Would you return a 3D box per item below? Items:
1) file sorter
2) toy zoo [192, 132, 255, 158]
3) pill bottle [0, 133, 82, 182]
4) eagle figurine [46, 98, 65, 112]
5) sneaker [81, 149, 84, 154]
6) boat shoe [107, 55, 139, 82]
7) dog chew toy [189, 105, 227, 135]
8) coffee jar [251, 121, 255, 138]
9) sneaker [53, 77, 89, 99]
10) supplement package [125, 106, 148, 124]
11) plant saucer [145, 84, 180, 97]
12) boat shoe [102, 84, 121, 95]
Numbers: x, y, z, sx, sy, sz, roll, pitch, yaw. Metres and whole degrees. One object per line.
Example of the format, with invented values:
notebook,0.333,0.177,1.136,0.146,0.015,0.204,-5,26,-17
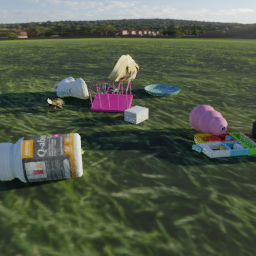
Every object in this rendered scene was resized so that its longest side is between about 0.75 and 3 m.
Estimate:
file sorter,-0.779,-1.560,12.871,1.774,1.112,1.233,4,42,9
toy zoo,3.160,0.546,9.371,2.091,0.214,1.372,-3,23,-8
pill bottle,-2.291,0.806,7.466,2.076,1.208,1.208,-4,23,-10
eagle figurine,-3.317,-1.056,12.894,0.807,0.612,0.609,-10,4,-11
sneaker,-1.889,0.549,8.936,1.174,0.490,0.435,24,30,35
boat shoe,-0.076,-2.548,12.350,0.992,1.057,2.867,38,27,-3
dog chew toy,2.958,-0.228,10.182,1.029,1.029,1.652,-8,22,-18
coffee jar,5.382,0.118,9.529,2.070,0.883,1.080,18,30,36
sneaker,-3.051,-1.946,14.619,1.299,1.105,2.936,-24,24,-24
supplement package,0.350,-0.569,11.748,0.648,0.461,0.832,17,27,34
plant saucer,1.928,-2.105,15.719,1.992,0.273,1.992,-1,22,0
boat shoe,-0.757,-1.707,14.106,0.720,0.680,2.006,-12,31,-23
